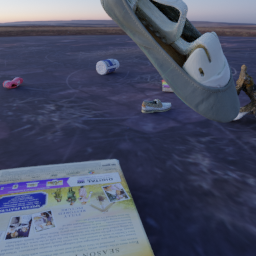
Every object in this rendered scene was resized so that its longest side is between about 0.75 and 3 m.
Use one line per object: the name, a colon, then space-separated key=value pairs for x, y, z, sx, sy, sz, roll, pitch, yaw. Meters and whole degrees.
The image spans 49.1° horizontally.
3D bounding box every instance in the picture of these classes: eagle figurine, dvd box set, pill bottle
eagle figurine: x=4.272 y=-0.702 z=7.798 sx=2.684 sy=2.025 sz=2.036 roll=33 pitch=72 yaw=4
dvd box set: x=-0.906 y=1.349 z=3.799 sx=2.145 sy=0.431 sz=2.931 roll=-5 pitch=22 yaw=-12
pill bottle: x=-1.047 y=-3.312 z=15.013 sx=0.719 sy=0.719 sz=1.295 roll=14 pitch=26 yaw=31

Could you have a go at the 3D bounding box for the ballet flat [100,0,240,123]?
ballet flat: x=0.761 y=-1.254 z=4.133 sx=0.993 sy=2.948 sz=0.939 roll=-46 pitch=3 yaw=-26

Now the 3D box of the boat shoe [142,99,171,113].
boat shoe: x=0.950 y=-0.738 z=9.081 sx=1.058 sy=0.362 sz=0.395 roll=-11 pitch=24 yaw=-25

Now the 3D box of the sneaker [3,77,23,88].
sneaker: x=-4.877 y=-1.899 z=12.123 sx=0.442 sy=0.376 sz=1.020 roll=24 pitch=32 yaw=18

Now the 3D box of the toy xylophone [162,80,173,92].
toy xylophone: x=1.897 y=-1.777 z=11.703 sx=0.983 sy=0.337 sz=1.342 roll=3 pitch=22 yaw=7
